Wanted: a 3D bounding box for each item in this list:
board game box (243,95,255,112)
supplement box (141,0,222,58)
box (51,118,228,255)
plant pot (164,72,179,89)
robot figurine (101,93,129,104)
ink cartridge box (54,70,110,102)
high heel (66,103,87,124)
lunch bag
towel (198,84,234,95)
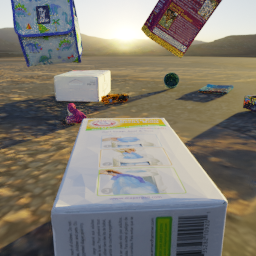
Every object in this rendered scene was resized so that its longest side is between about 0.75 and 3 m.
[{"bbox_3d":[5.125,-0.818,9.551,1.747,0.495,1.444,-8,21,-25],"label":"board game box"},{"bbox_3d":[1.037,-2.289,5.610,0.917,1.401,0.723,26,24,-24],"label":"supplement box"},{"bbox_3d":[0.012,0.764,3.045,1.170,1.298,2.308,-1,17,-4],"label":"box"},{"bbox_3d":[2.152,-2.288,13.923,0.757,0.757,0.607,2,-12,8],"label":"plant pot"},{"bbox_3d":[-0.477,-1.154,10.933,1.067,0.311,0.774,-7,19,-20],"label":"robot figurine"},{"bbox_3d":[-1.854,-1.846,11.925,1.818,1.027,2.481,2,17,7],"label":"ink cartridge box"},{"bbox_3d":[-1.536,-0.485,8.486,0.595,0.418,1.240,-11,23,-2],"label":"high heel"},{"bbox_3d":[-2.700,-3.417,9.607,2.010,2.364,1.506,-5,40,-3],"label":"lunch bag"},{"bbox_3d":[4.270,-1.889,13.502,1.350,0.200,1.841,8,19,27],"label":"towel"}]
